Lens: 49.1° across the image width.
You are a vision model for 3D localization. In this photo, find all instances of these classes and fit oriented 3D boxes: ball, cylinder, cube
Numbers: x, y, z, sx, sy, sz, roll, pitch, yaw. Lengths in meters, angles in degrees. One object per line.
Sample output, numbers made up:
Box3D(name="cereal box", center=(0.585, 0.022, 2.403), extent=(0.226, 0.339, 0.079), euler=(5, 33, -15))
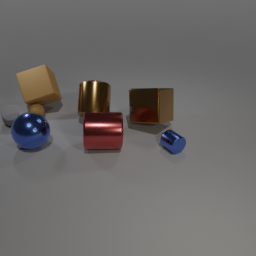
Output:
Box3D(name="ball", center=(-3.636, 0.102, 10.506), extent=(1.400, 1.400, 1.400), euler=(0, 30, 0))
Box3D(name="ball", center=(-4.159, -0.771, 12.725), extent=(0.700, 0.700, 0.700), euler=(0, 30, 0))
Box3D(name="cylinder", center=(-1.464, -1.207, 12.248), extent=(1.400, 1.400, 1.400), euler=(2, -9, 0))
Box3D(name="cylinder", center=(-5.035, -0.522, 12.007), extent=(0.700, 0.700, 0.700), euler=(6, 70, -18))
Box3D(name="cylinder", center=(1.688, 0.508, 10.491), extent=(0.700, 0.700, 0.700), euler=(-17, 34, -28))
Box3D(name="cylinder", center=(-0.932, 0.094, 10.429), extent=(1.400, 1.400, 1.400), euler=(0, 30, -6))
Box3D(name="cube", center=(-4.086, -1.901, 13.003), extent=(1.400, 1.400, 1.400), euler=(-18, -5, -1))
Box3D(name="cube", center=(0.997, -0.961, 11.746), extent=(1.400, 1.400, 1.400), euler=(4, 9, 33))
